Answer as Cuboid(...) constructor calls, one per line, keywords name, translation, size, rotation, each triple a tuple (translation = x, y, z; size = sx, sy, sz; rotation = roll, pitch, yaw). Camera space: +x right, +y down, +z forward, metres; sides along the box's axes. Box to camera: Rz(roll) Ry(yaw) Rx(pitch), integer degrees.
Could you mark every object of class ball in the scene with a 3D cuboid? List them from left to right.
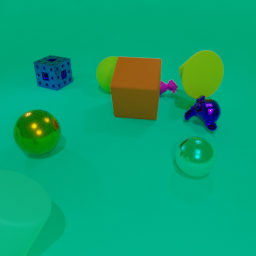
Cuboid(name="ball", translation=(-2.303, 0.110, 7.147), size=(1.172, 1.172, 1.172), rotation=(0, 32, 0))
Cuboid(name="ball", translation=(-0.525, -1.992, 10.415), size=(1.311, 1.311, 1.311), rotation=(0, 32, 0))
Cuboid(name="ball", translation=(1.573, 0.660, 6.495), size=(0.927, 0.927, 0.927), rotation=(0, 32, 0))

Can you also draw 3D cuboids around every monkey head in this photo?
Cuboid(name="monkey head", translation=(2.296, -0.450, 8.527), size=(0.842, 1.006, 1.398), rotation=(36, 37, -18))

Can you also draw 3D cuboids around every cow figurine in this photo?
Cuboid(name="cow figurine", translation=(1.304, -1.424, 10.108), size=(0.870, 0.884, 0.485), rotation=(19, 58, -14))

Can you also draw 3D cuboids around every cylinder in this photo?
Cuboid(name="cylinder", translation=(-2.021, 1.502, 4.395), size=(1.223, 1.223, 1.223), rotation=(30, 15, -9))

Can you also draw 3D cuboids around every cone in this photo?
Cuboid(name="cone", translation=(2.079, -1.879, 9.346), size=(1.514, 1.514, 1.520), rotation=(-11, 24, -18))

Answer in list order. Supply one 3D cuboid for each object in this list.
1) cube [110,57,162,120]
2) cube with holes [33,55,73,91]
Cuboid(name="cube", translation=(0.291, -1.238, 8.774), size=(1.376, 1.376, 1.376), rotation=(5, 53, 8))
Cuboid(name="cube with holes", translation=(-2.915, -2.188, 11.016), size=(0.996, 0.996, 0.996), rotation=(15, 35, 23))
